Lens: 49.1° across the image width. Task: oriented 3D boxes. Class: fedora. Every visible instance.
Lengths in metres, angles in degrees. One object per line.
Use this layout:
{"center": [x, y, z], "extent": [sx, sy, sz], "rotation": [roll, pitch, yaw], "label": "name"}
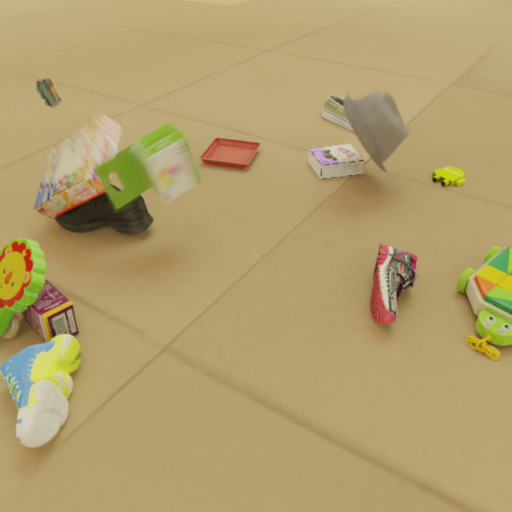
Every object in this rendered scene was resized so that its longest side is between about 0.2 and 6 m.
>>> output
{"center": [2.898, -3.027, 12.980], "extent": [0.994, 2.202, 1.948], "rotation": [-28, 62, 22], "label": "fedora"}

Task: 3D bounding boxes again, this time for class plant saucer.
{"center": [-0.667, -2.711, 14.924], "extent": [1.330, 0.244, 1.332], "rotation": [9, 37, 13], "label": "plant saucer"}

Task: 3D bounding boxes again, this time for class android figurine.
{"center": [4.825, -1.990, 14.001], "extent": [0.880, 0.181, 0.801], "rotation": [-28, 45, -31], "label": "android figurine"}

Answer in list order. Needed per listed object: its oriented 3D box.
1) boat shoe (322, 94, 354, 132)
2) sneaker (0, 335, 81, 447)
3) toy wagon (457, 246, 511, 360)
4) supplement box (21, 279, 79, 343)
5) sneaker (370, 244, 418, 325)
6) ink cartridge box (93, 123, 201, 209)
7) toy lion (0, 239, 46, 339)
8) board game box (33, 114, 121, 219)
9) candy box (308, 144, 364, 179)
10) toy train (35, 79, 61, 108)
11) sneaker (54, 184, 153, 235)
{"center": [2.853, -4.161, 16.489], "extent": [2.249, 0.697, 0.809], "rotation": [29, 45, 33], "label": "boat shoe"}
{"center": [-3.320, 2.007, 8.263], "extent": [1.066, 0.769, 2.029], "rotation": [-10, 29, 7], "label": "sneaker"}
{"center": [4.759, 0.803, 9.889], "extent": [2.936, 0.581, 2.278], "rotation": [-29, 45, -34], "label": "toy wagon"}
{"center": [-3.585, 0.948, 9.603], "extent": [1.071, 0.701, 0.553], "rotation": [31, 46, 34], "label": "supplement box"}
{"center": [2.521, 0.456, 10.163], "extent": [0.770, 0.832, 2.063], "rotation": [11, 37, 11], "label": "sneaker"}
{"center": [-2.019, -1.536, 10.605], "extent": [1.661, 1.228, 0.629], "rotation": [-34, 55, -13], "label": "ink cartridge box"}
{"center": [-4.284, 0.415, 9.551], "extent": [1.759, 1.686, 0.604], "rotation": [33, 6, 37], "label": "toy lion"}
{"center": [-3.686, -1.797, 11.498], "extent": [2.071, 0.480, 1.569], "rotation": [-16, 58, 39], "label": "board game box"}
{"center": [2.037, -2.437, 14.395], "extent": [1.176, 0.421, 0.987], "rotation": [-9, 37, -12], "label": "candy box"}
{"center": [-3.908, -3.076, 10.558], "extent": [0.232, 0.544, 0.310], "rotation": [-18, 18, 47], "label": "toy train"}
{"center": [-3.343, -1.087, 12.009], "extent": [2.281, 1.035, 0.866], "rotation": [1, 38, 12], "label": "sneaker"}
